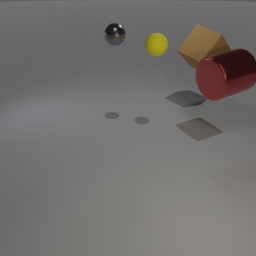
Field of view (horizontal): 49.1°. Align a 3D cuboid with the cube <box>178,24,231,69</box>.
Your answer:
[{"bbox_3d":[3.294,-3.292,12.024,1.400,1.400,1.400,26,13,-50],"label":"cube"}]

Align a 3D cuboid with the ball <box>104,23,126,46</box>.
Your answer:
[{"bbox_3d":[-0.424,-3.044,9.120,0.700,0.700,0.700,0,28,0],"label":"ball"}]

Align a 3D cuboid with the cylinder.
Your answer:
[{"bbox_3d":[3.170,-1.731,9.074,1.400,1.400,1.400,-19,33,-21],"label":"cylinder"}]

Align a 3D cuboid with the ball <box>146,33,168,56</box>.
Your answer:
[{"bbox_3d":[0.911,-2.651,8.901,0.700,0.700,0.700,0,28,0],"label":"ball"}]
